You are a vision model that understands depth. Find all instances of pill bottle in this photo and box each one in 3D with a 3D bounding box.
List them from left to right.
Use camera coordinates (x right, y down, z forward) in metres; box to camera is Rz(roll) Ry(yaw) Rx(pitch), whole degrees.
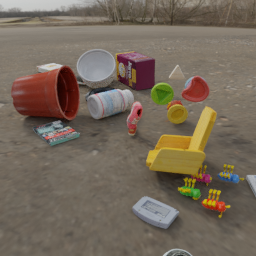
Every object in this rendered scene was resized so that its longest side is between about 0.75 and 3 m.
[{"bbox_3d":[-0.667,-1.026,11.327,1.784,0.970,0.970,-19,31,-36],"label":"pill bottle"}]

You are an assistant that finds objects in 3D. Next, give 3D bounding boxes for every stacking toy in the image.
[{"bbox_3d":[1.861,-1.354,10.342,1.762,1.946,0.822,37,26,-16],"label":"stacking toy"}]

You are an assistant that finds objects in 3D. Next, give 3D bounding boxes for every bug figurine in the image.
[{"bbox_3d":[1.985,1.429,6.786,1.279,0.424,1.649,10,31,34],"label":"bug figurine"}]

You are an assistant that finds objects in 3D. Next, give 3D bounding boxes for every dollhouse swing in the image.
[{"bbox_3d":[1.398,0.200,7.580,1.627,1.574,1.791,5,12,8],"label":"dollhouse swing"}]

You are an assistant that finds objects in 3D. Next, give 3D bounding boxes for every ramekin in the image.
[{"bbox_3d":[-1.589,-2.964,14.481,1.966,1.032,1.966,-1,66,2],"label":"ramekin"}]

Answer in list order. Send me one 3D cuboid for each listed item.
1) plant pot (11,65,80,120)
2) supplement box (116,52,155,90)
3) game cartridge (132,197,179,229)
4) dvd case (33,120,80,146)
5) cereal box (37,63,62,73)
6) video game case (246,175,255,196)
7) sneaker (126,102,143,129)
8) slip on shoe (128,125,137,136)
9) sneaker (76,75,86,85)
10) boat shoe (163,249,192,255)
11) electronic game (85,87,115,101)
[{"bbox_3d":[-3.229,-1.288,10.943,2.027,2.084,2.084,-3,24,14],"label":"plant pot"},{"bbox_3d":[0.368,-3.120,15.116,1.223,1.551,2.370,-14,28,-24],"label":"supplement box"},{"bbox_3d":[0.585,1.857,6.177,0.906,0.188,0.604,17,35,32],"label":"game cartridge"},{"bbox_3d":[-2.531,0.141,9.817,1.087,0.164,1.489,-19,32,-35],"label":"dvd case"},{"bbox_3d":[-4.714,-3.714,17.722,1.872,0.370,1.347,22,33,38],"label":"cereal box"},{"bbox_3d":[3.725,1.549,6.842,1.290,0.142,1.176,2,25,4],"label":"video game case"},{"bbox_3d":[0.234,-0.356,9.517,0.381,1.034,0.449,4,25,-26],"label":"sneaker"},{"bbox_3d":[0.163,-0.028,10.032,0.318,0.262,0.857,5,26,4],"label":"slip on shoe"},{"bbox_3d":[-1.987,-3.060,15.583,2.485,1.018,0.958,-17,30,-32],"label":"sneaker"},{"bbox_3d":[0.814,2.581,3.748,0.928,0.913,2.573,2,25,3],"label":"boat shoe"},{"bbox_3d":[-1.017,-1.402,12.799,1.844,0.384,1.844,2,32,-1],"label":"electronic game"}]
